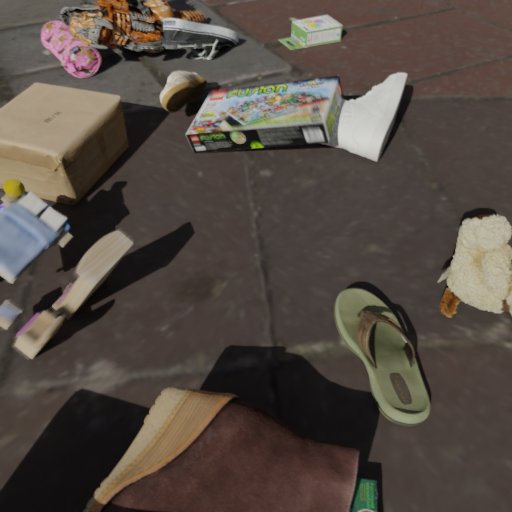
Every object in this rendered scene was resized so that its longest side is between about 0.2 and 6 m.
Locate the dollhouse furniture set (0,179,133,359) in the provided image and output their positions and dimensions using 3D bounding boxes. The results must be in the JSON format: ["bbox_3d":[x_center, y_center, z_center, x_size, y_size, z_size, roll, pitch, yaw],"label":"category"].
[{"bbox_3d":[-2.837,-0.055,7.017,1.825,1.191,1.723,40,48,-7],"label":"dollhouse furniture set"}]

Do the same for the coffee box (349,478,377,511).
[{"bbox_3d":[0.637,2.521,5.539,1.105,0.243,0.679,5,43,6],"label":"coffee box"}]

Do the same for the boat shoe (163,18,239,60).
[{"bbox_3d":[-1.268,-5.043,13.228,0.838,0.775,2.270,15,19,31],"label":"boat shoe"}]

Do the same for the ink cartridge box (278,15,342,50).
[{"bbox_3d":[1.357,-5.639,14.129,1.448,0.429,0.752,-17,46,-18],"label":"ink cartridge box"}]

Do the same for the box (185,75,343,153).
[{"bbox_3d":[0.156,-2.565,10.224,2.618,0.455,1.441,0,48,23],"label":"box"}]

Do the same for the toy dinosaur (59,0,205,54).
[{"bbox_3d":[-2.898,-5.635,13.432,2.791,2.101,4.113,44,20,19],"label":"toy dinosaur"}]

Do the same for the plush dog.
[{"bbox_3d":[3.255,0.383,7.181,1.415,1.647,1.321,22,80,35],"label":"plush dog"}]

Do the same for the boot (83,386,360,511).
[{"bbox_3d":[-0.376,2.481,4.913,2.107,0.916,2.532,17,59,16],"label":"boot"}]

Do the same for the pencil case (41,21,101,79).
[{"bbox_3d":[-4.335,-4.819,13.010,0.829,0.793,1.916,17,23,-48],"label":"pencil case"}]

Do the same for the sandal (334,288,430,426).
[{"bbox_3d":[1.583,1.092,6.830,0.789,0.567,1.987,-11,44,-11],"label":"sandal"}]

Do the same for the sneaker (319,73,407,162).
[{"bbox_3d":[1.994,-2.906,10.818,1.473,0.939,2.549,18,48,14],"label":"sneaker"}]

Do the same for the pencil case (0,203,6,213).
[{"bbox_3d":[-3.913,-0.008,7.780,0.933,0.933,2.112,25,48,24],"label":"pencil case"}]

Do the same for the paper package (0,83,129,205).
[{"bbox_3d":[-3.555,-2.017,9.793,1.962,1.065,2.058,14,46,14],"label":"paper package"}]

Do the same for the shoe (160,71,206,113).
[{"bbox_3d":[-1.541,-3.301,11.093,0.513,0.672,1.922,36,26,-3],"label":"shoe"}]
